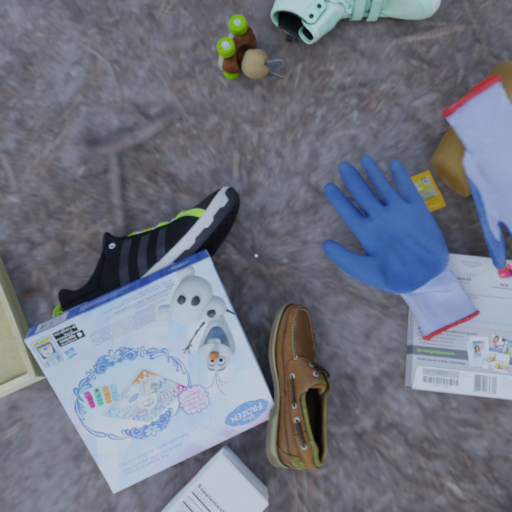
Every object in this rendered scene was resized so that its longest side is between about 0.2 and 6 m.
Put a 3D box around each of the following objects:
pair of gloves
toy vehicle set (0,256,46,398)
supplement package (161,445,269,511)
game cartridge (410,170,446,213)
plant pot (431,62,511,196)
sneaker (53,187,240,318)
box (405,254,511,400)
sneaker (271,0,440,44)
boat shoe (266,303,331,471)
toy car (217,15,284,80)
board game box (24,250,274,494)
[{"bbox_3d":[2.793,-0.584,7.972,3.650,0.416,2.934,-32,86,10],"label":"pair of gloves"},{"bbox_3d":[-5.052,1.520,8.236,3.305,0.438,2.054,-24,79,-5],"label":"toy vehicle set"},{"bbox_3d":[-0.666,3.489,7.590,0.910,0.921,1.519,44,82,8],"label":"supplement package"},{"bbox_3d":[2.637,-0.981,8.925,0.566,0.104,0.642,-22,79,-4],"label":"game cartridge"},{"bbox_3d":[3.549,-1.746,8.483,1.685,1.571,1.571,-42,81,4],"label":"plant pot"},{"bbox_3d":[-1.644,-0.048,8.192,1.344,1.163,3.245,43,82,8],"label":"sneaker"},{"bbox_3d":[3.096,1.024,8.351,1.600,0.423,2.052,6,80,0],"label":"box"},{"bbox_3d":[1.533,-3.921,9.087,2.609,0.960,1.539,19,76,11],"label":"sneaker"},{"bbox_3d":[0.692,1.766,7.807,0.782,0.828,2.301,-13,69,39],"label":"boat shoe"},{"bbox_3d":[-0.007,-3.167,8.938,1.041,0.855,0.821,26,83,9],"label":"toy car"},{"bbox_3d":[-1.321,1.583,7.638,2.553,0.554,2.541,-24,106,-6],"label":"board game box"}]
